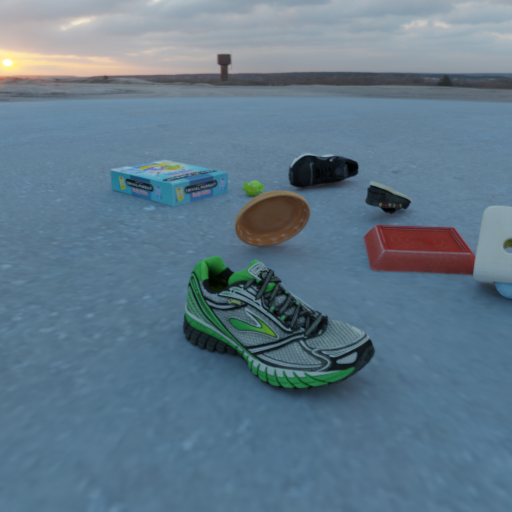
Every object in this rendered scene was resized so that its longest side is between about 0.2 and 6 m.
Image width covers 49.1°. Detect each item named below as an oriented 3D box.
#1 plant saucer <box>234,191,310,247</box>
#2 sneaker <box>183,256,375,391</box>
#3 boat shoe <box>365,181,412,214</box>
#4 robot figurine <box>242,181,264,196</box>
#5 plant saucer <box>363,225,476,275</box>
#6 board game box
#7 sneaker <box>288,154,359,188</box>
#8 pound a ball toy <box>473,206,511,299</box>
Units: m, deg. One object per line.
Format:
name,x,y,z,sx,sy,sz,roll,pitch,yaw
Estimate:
plant saucer,0.303,-0.770,11.132,1.547,1.547,0.290,-6,53,-17
sneaker,0.135,0.794,7.183,2.922,1.245,1.140,15,25,34
boat shoe,3.208,-1.346,13.610,0.693,0.593,1.894,23,10,35
robot figurine,-0.081,-1.882,15.670,0.585,0.385,0.666,13,21,16
plant saucer,3.252,-0.194,11.131,2.072,0.380,2.068,2,20,6
board game box,-2.489,-2.144,16.029,2.736,0.642,2.065,17,26,38
sneaker,2.057,-2.567,16.498,1.127,0.974,2.573,12,23,42
pound a ball toy,5.391,0.225,9.064,3.345,1.421,2.181,10,-3,24
